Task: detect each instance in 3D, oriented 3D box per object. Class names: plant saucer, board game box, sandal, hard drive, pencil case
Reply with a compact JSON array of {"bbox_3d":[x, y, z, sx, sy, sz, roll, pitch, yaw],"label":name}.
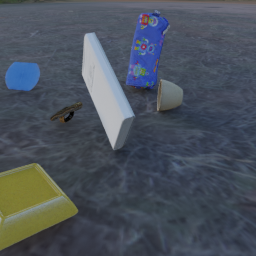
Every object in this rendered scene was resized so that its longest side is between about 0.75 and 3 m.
[{"bbox_3d":[-1.840,1.153,4.809,1.487,0.360,1.488,-16,39,-41],"label":"plant saucer"},{"bbox_3d":[-3.999,-1.942,10.777,1.425,1.126,0.277,6,-12,12],"label":"board game box"},{"bbox_3d":[-1.681,-0.372,7.774,1.412,0.385,0.577,-17,19,42],"label":"sandal"},{"bbox_3d":[-0.569,-0.853,6.800,0.315,1.584,2.401,-17,66,-20],"label":"hard drive"},{"bbox_3d":[0.721,-2.745,10.131,1.185,2.730,1.065,18,16,21],"label":"pencil case"}]

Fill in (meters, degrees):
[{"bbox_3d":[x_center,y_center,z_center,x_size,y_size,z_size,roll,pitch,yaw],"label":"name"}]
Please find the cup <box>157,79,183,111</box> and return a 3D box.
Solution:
[{"bbox_3d":[1.330,-1.005,8.813,0.702,0.982,0.982,5,29,-1],"label":"cup"}]
